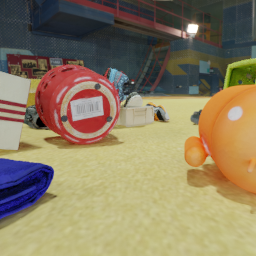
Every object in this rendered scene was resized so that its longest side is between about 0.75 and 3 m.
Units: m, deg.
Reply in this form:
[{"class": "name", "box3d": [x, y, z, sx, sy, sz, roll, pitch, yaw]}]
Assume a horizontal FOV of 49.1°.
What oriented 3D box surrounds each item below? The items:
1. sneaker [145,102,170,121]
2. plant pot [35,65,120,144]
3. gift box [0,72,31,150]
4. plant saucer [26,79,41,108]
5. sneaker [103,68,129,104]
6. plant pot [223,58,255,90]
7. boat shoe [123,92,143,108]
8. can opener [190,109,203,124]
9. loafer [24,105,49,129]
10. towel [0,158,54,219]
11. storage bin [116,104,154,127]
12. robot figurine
[{"class": "sneaker", "box3d": [1.225, -0.636, 12.907, 0.771, 0.781, 1.995, -32, 23, -14]}, {"class": "plant pot", "box3d": [-1.395, -0.630, 7.925, 2.160, 2.160, 1.966, -4, 19, -26]}, {"class": "gift box", "box3d": [-3.749, -0.388, 6.480, 2.075, 2.248, 2.100, 4, -6, 41]}, {"class": "plant saucer", "box3d": [-4.736, -1.306, 13.813, 2.425, 2.424, 0.587, -9, 55, -45]}, {"class": "sneaker", "box3d": [-0.539, -1.031, 10.463, 1.069, 2.237, 0.887, 9, 16, -23]}, {"class": "plant pot", "box3d": [4.618, -0.935, 9.362, 2.156, 2.364, 2.375, 6, 8, -6]}, {"class": "boat shoe", "box3d": [0.144, -0.952, 11.444, 0.736, 0.616, 2.060, -17, -20, -9]}, {"class": "can opener", "box3d": [3.763, -0.325, 11.317, 2.400, 0.632, 0.798, 1, 43, 19]}, {"class": "loafer", "box3d": [-3.012, -0.359, 10.202, 2.531, 0.909, 0.796, 5, 16, 19]}, {"class": "towel", "box3d": [-2.565, 0.745, 3.588, 2.638, 0.654, 1.948, 4, 3, 25]}, {"class": "storage bin", "box3d": [-0.002, -0.572, 11.835, 1.643, 0.776, 1.655, -8, 11, -42]}, {"class": "robot figurine", "box3d": [2.050, 0.073, 4.518, 1.975, 1.601, 2.746, 19, 10, 3]}]
